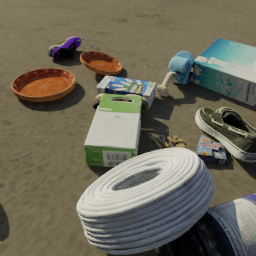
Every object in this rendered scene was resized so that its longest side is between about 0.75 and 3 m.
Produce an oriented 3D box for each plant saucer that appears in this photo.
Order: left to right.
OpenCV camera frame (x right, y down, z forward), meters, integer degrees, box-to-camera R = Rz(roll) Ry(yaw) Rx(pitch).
[{"bbox_3d":[-3.472,-1.788,11.678,2.574,0.415,2.574,0,36,0],"label":"plant saucer"},{"bbox_3d":[-1.240,-2.970,12.953,1.982,0.320,1.982,14,35,-10],"label":"plant saucer"}]

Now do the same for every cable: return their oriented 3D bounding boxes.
[{"bbox_3d":[0.359,1.383,5.942,2.906,1.006,2.907,-26,8,-25],"label":"cable"}]

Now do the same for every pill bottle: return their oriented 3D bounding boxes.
[{"bbox_3d":[1.963,2.243,5.437,2.664,1.490,1.490,-12,39,-15],"label":"pill bottle"}]

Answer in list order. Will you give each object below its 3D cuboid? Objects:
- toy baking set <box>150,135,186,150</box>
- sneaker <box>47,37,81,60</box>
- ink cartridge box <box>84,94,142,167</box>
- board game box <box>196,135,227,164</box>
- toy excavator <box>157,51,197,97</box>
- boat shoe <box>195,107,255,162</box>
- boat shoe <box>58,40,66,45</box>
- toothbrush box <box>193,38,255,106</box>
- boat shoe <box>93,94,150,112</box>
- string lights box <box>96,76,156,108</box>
[{"bbox_3d":[1.259,0.515,8.878,1.135,0.132,0.871,4,34,5],"label":"toy baking set"},{"bbox_3d":[-3.010,-4.012,14.423,1.038,0.726,2.087,28,51,29],"label":"sneaker"},{"bbox_3d":[-0.351,-0.003,8.925,1.448,0.827,2.790,4,38,5],"label":"ink cartridge box"},{"bbox_3d":[2.503,0.633,8.559,0.961,0.296,0.960,5,38,7],"label":"board game box"},{"bbox_3d":[1.985,-2.288,11.686,1.017,1.980,2.036,25,15,28],"label":"toy excavator"},{"bbox_3d":[3.153,-0.127,8.823,1.052,0.947,2.975,-6,29,-18],"label":"boat shoe"},{"bbox_3d":[-3.583,-4.360,14.973,0.553,0.525,1.462,17,40,22],"label":"boat shoe"},{"bbox_3d":[4.401,-2.387,11.465,2.814,1.200,2.060,28,59,34],"label":"toothbrush box"},{"bbox_3d":[-0.276,-0.788,10.124,2.102,0.756,0.681,8,44,17],"label":"boat shoe"},{"bbox_3d":[-0.051,-1.423,10.994,2.122,0.626,1.090,11,38,14],"label":"string lights box"}]
